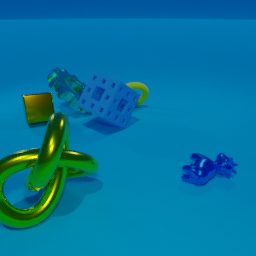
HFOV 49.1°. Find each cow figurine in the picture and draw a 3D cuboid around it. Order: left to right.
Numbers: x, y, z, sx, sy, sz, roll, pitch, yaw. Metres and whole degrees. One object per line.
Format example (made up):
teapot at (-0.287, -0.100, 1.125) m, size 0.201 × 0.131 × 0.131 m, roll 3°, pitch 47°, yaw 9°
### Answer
cow figurine at (1.679, 0.845, 5.714) m, size 0.950 × 0.530 × 0.965 m, roll 14°, pitch 34°, yaw 30°

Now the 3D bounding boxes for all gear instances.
gear at (-1.818, -1.254, 9.306) m, size 1.821 × 0.337 × 1.821 m, roll 39°, pitch 19°, yaw -16°

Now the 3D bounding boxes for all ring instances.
ring at (0.145, -1.117, 9.540) m, size 1.153 × 1.153 × 0.231 m, roll -5°, pitch 56°, yaw -12°

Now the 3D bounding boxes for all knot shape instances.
knot shape at (-1.264, 0.708, 4.732) m, size 0.887 × 1.921 × 1.797 m, roll 39°, pitch 8°, yaw 23°

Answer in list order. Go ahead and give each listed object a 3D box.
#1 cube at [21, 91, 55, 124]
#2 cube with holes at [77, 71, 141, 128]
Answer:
cube at (-2.732, -0.642, 8.514) m, size 0.822 × 0.822 × 0.822 m, roll -11°, pitch 13°, yaw -23°
cube with holes at (-0.538, -0.793, 7.972) m, size 1.082 × 1.082 × 1.082 m, roll 26°, pitch 0°, yaw 35°
